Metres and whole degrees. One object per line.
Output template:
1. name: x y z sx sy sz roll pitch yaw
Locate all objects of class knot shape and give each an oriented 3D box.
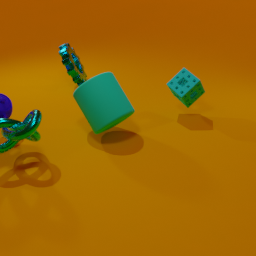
1. knot shape: -2.461 0.039 6.401 1.299 0.641 1.388 -27 -6 24

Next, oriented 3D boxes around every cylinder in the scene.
1. cylinder: -0.653 -0.665 7.645 1.259 1.259 1.259 -31 -3 -2

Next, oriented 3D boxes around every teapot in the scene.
1. teapot: -3.504 -0.636 7.553 0.801 0.631 1.288 -10 68 -50

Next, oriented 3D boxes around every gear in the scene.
1. gear: -2.137 -2.484 11.028 0.313 1.691 1.691 -23 28 9

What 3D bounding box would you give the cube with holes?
1. cube with holes: 1.775 -1.222 8.568 0.729 0.729 0.729 -43 55 4
